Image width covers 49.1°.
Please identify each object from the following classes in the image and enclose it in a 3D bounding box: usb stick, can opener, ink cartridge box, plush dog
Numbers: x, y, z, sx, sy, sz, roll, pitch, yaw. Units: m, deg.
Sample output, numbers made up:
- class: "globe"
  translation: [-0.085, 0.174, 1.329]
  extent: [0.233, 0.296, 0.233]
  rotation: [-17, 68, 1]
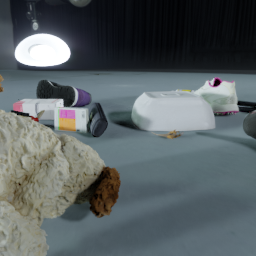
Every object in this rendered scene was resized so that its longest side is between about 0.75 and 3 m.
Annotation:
- class: "usb stick"
  translation: [-0.878, -0.276, 7.829]
  extent: [0.337, 0.573, 2.065]
  rotation: [31, 9, -18]
- class: "can opener"
  translation: [4.462, -0.730, 10.071]
  extent: [1.725, 0.678, 0.547]
  rotation: [7, 54, 35]
- class: "ink cartridge box"
  translation: [-2.916, -0.625, 9.260]
  extent: [1.363, 0.564, 0.999]
  rotation: [0, 14, 1]
- class: "plush dog"
  translation: [-1.154, 0.470, 3.397]
  extent: [2.246, 1.802, 1.929]
  rotation: [12, -5, 40]

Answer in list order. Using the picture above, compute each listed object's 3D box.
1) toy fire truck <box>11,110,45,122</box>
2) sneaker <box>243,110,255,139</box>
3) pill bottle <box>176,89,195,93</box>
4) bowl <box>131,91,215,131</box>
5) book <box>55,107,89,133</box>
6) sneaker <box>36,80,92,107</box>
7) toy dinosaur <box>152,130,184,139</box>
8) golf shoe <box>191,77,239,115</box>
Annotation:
- class: "toy fire truck"
  translation: [-2.981, -0.333, 8.397]
  extent: [0.762, 0.557, 0.866]
  rotation: [10, 3, 28]
- class: "sneaker"
  translation: [3.478, 0.160, 5.613]
  extent: [2.382, 0.901, 1.376]
  rotation: [10, 20, 30]
- class: "pill bottle"
  translation: [2.410, -1.416, 12.387]
  extent: [0.994, 0.559, 0.559]
  rotation: [7, 16, 24]
- class: "bowl"
  translation: [1.291, -0.608, 8.625]
  extent: [2.383, 0.889, 2.380]
  rotation: [-2, 14, -3]
- class: "book"
  translation: [-1.523, -0.225, 7.547]
  extent: [0.963, 0.643, 0.231]
  rotation: [6, 15, 20]
- class: "sneaker"
  translation: [-2.667, -1.301, 11.588]
  extent: [2.768, 1.048, 1.212]
  rotation: [18, 10, 38]
- class: "toy dinosaur"
  translation: [1.012, 0.186, 6.933]
  extent: [0.812, 0.245, 0.431]
  rotation: [3, -10, -9]
- class: "golf shoe"
  translation: [3.098, -1.263, 10.428]
  extent: [1.044, 1.269, 2.773]
  rotation: [-6, 14, -19]
